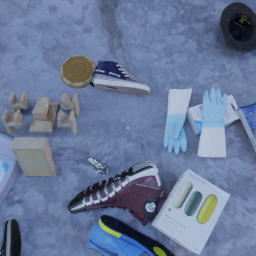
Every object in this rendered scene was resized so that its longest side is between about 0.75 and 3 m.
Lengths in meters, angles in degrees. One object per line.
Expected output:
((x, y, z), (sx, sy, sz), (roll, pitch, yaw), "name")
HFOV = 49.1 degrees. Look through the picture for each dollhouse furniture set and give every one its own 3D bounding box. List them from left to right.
((-2.690, 0.158, 8.811), (2.109, 1.494, 2.295), (1, 50, 0), "dollhouse furniture set")

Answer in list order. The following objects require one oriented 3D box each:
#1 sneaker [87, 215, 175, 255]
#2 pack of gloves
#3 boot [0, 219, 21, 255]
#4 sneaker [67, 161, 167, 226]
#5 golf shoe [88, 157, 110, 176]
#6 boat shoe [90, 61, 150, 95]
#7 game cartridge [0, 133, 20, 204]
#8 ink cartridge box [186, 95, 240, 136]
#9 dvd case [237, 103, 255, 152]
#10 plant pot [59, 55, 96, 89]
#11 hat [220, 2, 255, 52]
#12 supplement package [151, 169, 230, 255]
((0.188, 3.540, 7.716), (2.824, 0.931, 1.107), (28, 94, 5), "sneaker")
((2.054, -0.280, 8.767), (1.946, 0.457, 2.317), (-1, 71, 27), "pack of gloves")
((-3.821, 3.631, 7.680), (1.558, 0.745, 2.063), (-6, 71, 1), "boot")
((-0.207, 2.245, 8.034), (2.864, 1.084, 1.654), (-26, 98, 9), "sneaker")
((-0.967, 1.197, 8.734), (0.809, 0.314, 0.382), (29, 74, 11), "golf shoe")
((-0.221, -1.749, 9.500), (2.028, 0.757, 0.941), (10, 78, 4), "boat shoe")
((-4.518, 1.476, 8.541), (1.947, 0.591, 2.920), (24, 73, 4), "game cartridge")
((2.799, -0.411, 9.169), (1.534, 0.520, 0.883), (-18, 74, -6), "ink cartridge box")
((4.849, 0.449, 8.754), (2.054, 0.253, 2.879), (-15, 75, -17), "dvd case")
((-1.770, -2.041, 9.923), (1.355, 0.186, 1.355), (0, 72, 0), "plant pot")
((3.883, -3.466, 10.058), (1.893, 0.764, 1.893), (3, 78, -16), "hat")
((1.690, 2.315, 7.819), (1.319, 1.309, 1.738), (32, 74, 10), "supplement package")
